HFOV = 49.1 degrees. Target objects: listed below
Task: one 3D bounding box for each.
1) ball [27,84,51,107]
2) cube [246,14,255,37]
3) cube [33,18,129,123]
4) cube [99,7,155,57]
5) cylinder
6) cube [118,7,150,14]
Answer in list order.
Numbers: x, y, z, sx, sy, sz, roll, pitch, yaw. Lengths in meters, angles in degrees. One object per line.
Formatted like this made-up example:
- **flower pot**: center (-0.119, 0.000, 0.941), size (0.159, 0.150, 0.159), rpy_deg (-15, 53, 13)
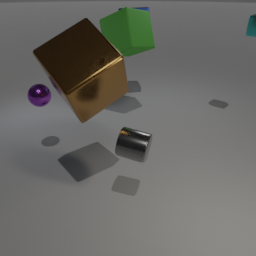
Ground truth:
- **ball**: center (-2.696, -0.993, 8.533), size (0.700, 0.700, 0.700), rpy_deg (0, 28, 0)
- **cube**: center (4.839, -3.745, 10.265), size (0.700, 0.700, 0.700), rpy_deg (21, 35, 33)
- **cube**: center (-0.980, -1.243, 6.297), size (1.400, 1.400, 1.400), rpy_deg (-36, 69, -10)
- **cube**: center (-0.018, -3.567, 10.630), size (1.400, 1.400, 1.400), rpy_deg (-5, 8, 42)
- **cylinder**: center (0.140, 0.389, 6.504), size (0.700, 0.700, 0.700), rpy_deg (15, 31, 11)
- **cube**: center (0.290, -4.571, 13.041), size (1.400, 1.400, 1.400), rpy_deg (-3, -13, -1)
